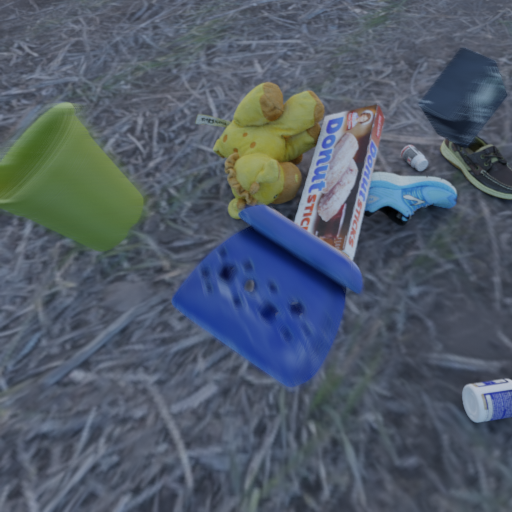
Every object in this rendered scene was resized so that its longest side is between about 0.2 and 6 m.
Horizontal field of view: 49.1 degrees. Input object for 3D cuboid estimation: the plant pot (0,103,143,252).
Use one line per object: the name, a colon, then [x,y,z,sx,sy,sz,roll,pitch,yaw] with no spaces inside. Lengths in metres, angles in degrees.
plant pot: [-1.893,-0.688,5.867,1.299,1.233,1.299,-25,43,26]

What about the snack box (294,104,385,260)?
snack box: [1.578,-1.422,10.873,1.253,0.424,3.486,-5,56,37]

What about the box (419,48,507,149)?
box: [3.302,-2.486,8.915,0.676,1.072,1.090,43,101,36]

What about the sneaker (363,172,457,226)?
sneaker: [3.040,-1.078,11.395,2.227,0.873,1.002,2,82,-14]

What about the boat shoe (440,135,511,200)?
boat shoe: [4.965,-2.096,12.307,0.845,0.748,2.308,-23,49,-21]

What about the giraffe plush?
giraffe plush: [0.162,-1.969,11.421,2.661,2.296,2.158,-5,59,-5]

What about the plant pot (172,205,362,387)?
plant pot: [0.245,0.355,5.760,1.468,1.468,1.320,33,93,17]

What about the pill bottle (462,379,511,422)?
pill bottle: [3.590,2.112,8.253,0.918,0.549,0.549,-6,45,-6]

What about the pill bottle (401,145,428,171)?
pill bottle: [3.596,-2.213,12.710,0.355,0.355,0.612,-17,48,-16]
